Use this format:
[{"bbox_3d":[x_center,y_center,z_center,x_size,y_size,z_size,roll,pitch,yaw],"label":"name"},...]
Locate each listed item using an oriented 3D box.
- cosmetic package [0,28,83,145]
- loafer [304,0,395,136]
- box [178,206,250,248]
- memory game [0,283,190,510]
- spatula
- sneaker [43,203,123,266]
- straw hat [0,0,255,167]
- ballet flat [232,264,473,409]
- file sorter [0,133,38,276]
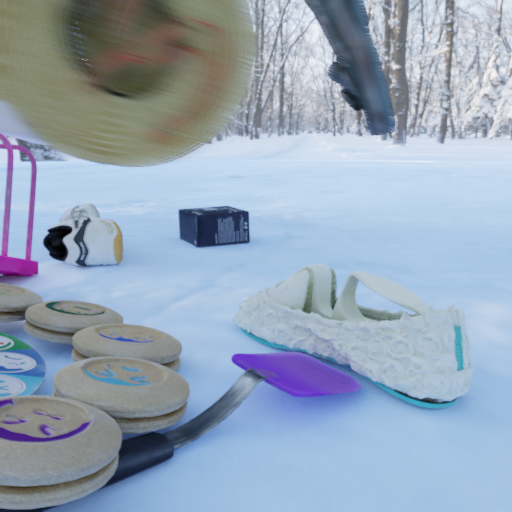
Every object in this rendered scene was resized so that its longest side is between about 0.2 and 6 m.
[{"bbox_3d":[-3.068,-2.481,7.913,0.707,1.743,0.984,13,2,16],"label":"cosmetic package"},{"bbox_3d":[1.548,-3.285,9.357,0.952,3.028,1.088,-16,-17,16],"label":"loafer"},{"bbox_3d":[-0.711,-0.503,9.344,0.939,0.551,0.924,-7,13,-25],"label":"box"},{"bbox_3d":[-2.376,0.526,3.311,4.046,0.258,4.046,9,6,-1],"label":"memory game"},{"bbox_3d":[-0.344,0.924,3.151,2.525,0.259,0.714,-14,22,-41],"label":"spatula"},{"bbox_3d":[-2.636,-0.325,7.988,0.879,0.758,2.004,-8,14,-33],"label":"sneaker"},{"bbox_3d":[-1.529,-2.584,6.751,3.159,3.159,1.337,1,15,5],"label":"straw hat"},{"bbox_3d":[0.668,0.445,4.352,0.816,0.816,2.274,-9,14,-38],"label":"ballet flat"},{"bbox_3d":[-3.695,-0.696,5.761,1.906,1.720,2.743,1,-4,1],"label":"file sorter"}]
